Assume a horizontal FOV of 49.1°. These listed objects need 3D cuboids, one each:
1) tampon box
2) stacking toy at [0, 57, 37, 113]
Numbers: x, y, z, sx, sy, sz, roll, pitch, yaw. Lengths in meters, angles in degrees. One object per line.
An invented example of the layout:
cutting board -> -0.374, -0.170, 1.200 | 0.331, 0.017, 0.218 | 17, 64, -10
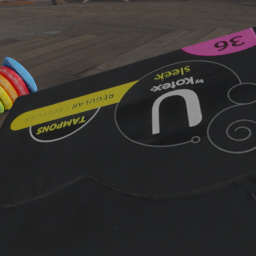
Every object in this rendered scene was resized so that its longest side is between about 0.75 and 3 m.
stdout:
tampon box -> 0.387, 1.044, 2.589 | 2.168, 2.893, 1.826 | -13, 43, 15
stacking toy -> -4.082, -0.863, 8.447 | 2.415, 1.402, 1.325 | -47, 11, -29
